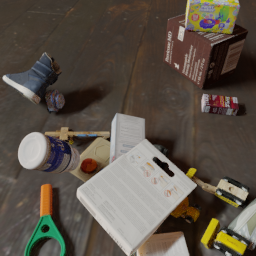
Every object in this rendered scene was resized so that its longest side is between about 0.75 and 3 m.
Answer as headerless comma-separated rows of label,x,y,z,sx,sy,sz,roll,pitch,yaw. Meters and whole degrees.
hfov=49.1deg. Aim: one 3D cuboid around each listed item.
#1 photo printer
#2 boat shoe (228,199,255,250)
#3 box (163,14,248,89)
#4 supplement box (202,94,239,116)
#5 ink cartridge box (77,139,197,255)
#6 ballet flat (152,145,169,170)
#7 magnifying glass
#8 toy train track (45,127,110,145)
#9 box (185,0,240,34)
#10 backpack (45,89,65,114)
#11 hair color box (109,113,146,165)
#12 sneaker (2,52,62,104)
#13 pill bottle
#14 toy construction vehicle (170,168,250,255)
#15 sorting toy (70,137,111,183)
photo printer,0.929,3.411,7.502,1.367,0.475,1.137,-5,42,-5
boat shoe,4.152,2.385,8.227,2.751,1.014,0.882,-30,59,-21
box,3.528,-3.811,13.256,2.328,2.352,2.836,-26,51,-23
supplement box,3.876,-0.983,11.852,1.423,0.433,0.774,7,46,5
ink cartridge box,0.268,1.802,7.911,2.677,0.670,2.154,-34,66,-31
ballet flat,0.585,1.659,8.975,0.761,0.891,2.680,10,50,27
magnifying glass,-2.404,2.880,8.222,1.092,0.307,2.745,-8,48,-7
toy train track,-1.883,0.356,10.557,2.372,0.386,1.360,-1,18,-10
box,3.547,-5.117,12.031,1.973,1.203,1.900,8,46,6
backpack,-3.054,-1.167,11.613,0.681,0.843,0.885,-11,35,14
hair color box,-0.005,0.654,9.486,1.093,0.670,2.208,11,56,-15
sneaker,-4.060,-2.302,12.002,2.840,1.080,2.052,27,80,38
pill bottle,-2.241,0.811,8.313,1.039,1.736,1.039,-7,73,24
toy construction vehicle,2.512,2.463,8.352,2.410,0.849,2.098,23,61,25
sorting toy,-0.590,0.986,9.970,2.008,0.361,2.695,25,51,22
